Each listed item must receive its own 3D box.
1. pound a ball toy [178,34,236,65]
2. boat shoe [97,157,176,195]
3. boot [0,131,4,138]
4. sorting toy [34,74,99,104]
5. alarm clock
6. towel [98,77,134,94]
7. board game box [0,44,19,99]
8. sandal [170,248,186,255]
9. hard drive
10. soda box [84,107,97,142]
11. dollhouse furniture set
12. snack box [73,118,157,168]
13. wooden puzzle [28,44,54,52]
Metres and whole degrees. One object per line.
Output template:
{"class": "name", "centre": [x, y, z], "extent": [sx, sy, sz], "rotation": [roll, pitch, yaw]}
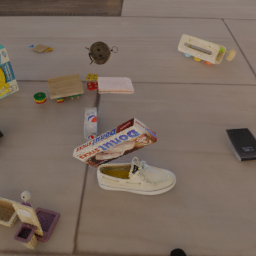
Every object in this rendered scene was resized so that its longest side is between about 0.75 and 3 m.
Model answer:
{"class": "pound a ball toy", "centre": [4.093, -3.963, 14.635], "extent": [2.536, 1.077, 1.653], "rotation": [31, 26, 28]}
{"class": "boat shoe", "centre": [0.255, 1.387, 8.753], "extent": [2.511, 1.070, 0.928], "rotation": [3, 47, 6]}
{"class": "boot", "centre": [-5.050, 0.518, 10.051], "extent": [1.196, 0.602, 1.600], "rotation": [-23, 48, -23]}
{"class": "sorting toy", "centre": [-2.670, -1.761, 12.510], "extent": [2.978, 0.504, 1.436], "rotation": [-13, 45, -12]}
{"class": "alarm clock", "centre": [-0.900, -2.722, 10.049], "extent": [1.147, 0.774, 0.382], "rotation": [-17, 2, -14]}
{"class": "towel", "centre": [-0.491, -1.649, 10.816], "extent": [1.341, 0.226, 1.404], "rotation": [0, 29, -7]}
{"class": "board game box", "centre": [-6.158, -1.943, 11.522], "extent": [0.665, 2.138, 2.832], "rotation": [33, 53, 30]}
{"class": "sandal", "centre": [1.479, 3.681, 6.932], "extent": [0.563, 0.338, 1.500], "rotation": [-14, 45, -14]}
{"class": "hard drive", "centre": [4.192, 0.602, 10.181], "extent": [0.972, 0.305, 1.441], "rotation": [-4, 44, -5]}
{"class": "soda box", "centre": [-1.435, -0.160, 10.840], "extent": [0.467, 0.503, 1.473], "rotation": [-2, 43, -3]}
{"class": "dollhouse furniture set", "centre": [-3.426, 2.358, 7.282], "extent": [2.486, 1.764, 1.970], "rotation": [12, 45, 12]}
{"class": "snack box", "centre": [-0.465, 0.529, 8.510], "extent": [2.718, 0.977, 0.330], "rotation": [-27, 42, 37]}
{"class": "wooden puzzle", "centre": [-4.834, -4.416, 15.573], "extent": [1.257, 0.147, 0.848], "rotation": [26, 45, 25]}
